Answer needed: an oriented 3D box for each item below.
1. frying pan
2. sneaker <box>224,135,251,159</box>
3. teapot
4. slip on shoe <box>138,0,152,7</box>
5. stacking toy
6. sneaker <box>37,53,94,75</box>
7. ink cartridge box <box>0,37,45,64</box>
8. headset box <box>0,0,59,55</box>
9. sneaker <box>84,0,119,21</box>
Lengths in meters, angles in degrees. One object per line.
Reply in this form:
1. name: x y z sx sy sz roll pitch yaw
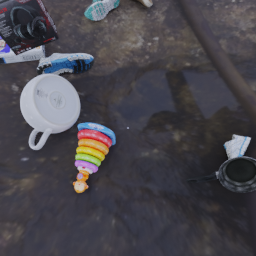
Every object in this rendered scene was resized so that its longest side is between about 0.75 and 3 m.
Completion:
1. frying pan: 2.484 1.269 6.962 1.076 1.778 0.289 51 30 -15
2. sneaker: 2.794 0.660 7.467 0.566 0.490 1.307 23 49 23
3. teapot: -2.286 -0.552 7.815 1.755 1.282 1.732 -40 105 -46
4. slip on shoe: 0.217 -5.814 11.933 0.732 0.918 2.415 -39 65 19
5. stacking toy: -1.016 0.806 7.177 1.002 0.948 1.727 14 67 7
6. sneaker: -2.100 -2.275 9.407 1.908 0.715 0.827 -9 50 -7
7. ink cartridge box: -4.171 -3.238 10.194 2.139 0.468 2.159 -9 57 -6
8. headset box: -3.001 -3.108 7.756 1.436 1.929 0.745 -21 65 0
9. sneaker: -1.185 -4.963 11.426 0.853 0.725 1.870 22 52 33
